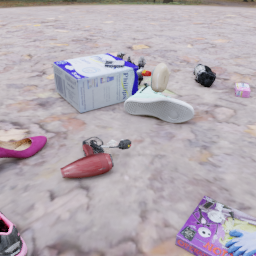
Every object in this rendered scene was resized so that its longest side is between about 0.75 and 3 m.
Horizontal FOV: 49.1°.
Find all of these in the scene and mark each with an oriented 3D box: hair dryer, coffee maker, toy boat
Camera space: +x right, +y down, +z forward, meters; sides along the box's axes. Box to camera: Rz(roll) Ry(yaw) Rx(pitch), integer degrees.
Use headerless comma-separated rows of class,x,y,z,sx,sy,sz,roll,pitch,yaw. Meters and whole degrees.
hair dryer,-1.105,0.934,8.521,1.758,0.627,2.308,1,20,36
coffee maker,4.042,-2.684,14.291,1.230,0.862,1.280,1,31,1
toy boat,0.892,-1.794,9.671,1.240,1.042,0.576,8,8,-43

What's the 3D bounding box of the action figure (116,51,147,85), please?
action figure,0.173,-3.281,14.802,1.631,1.400,2.744,2,32,-8

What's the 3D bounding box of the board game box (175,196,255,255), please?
board game box,2.479,2.472,5.870,2.547,0.411,1.529,20,40,31

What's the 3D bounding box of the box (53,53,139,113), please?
box,-1.459,-2.175,12.693,2.963,1.554,2.725,-18,35,-29

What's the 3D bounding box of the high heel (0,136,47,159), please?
high heel,-3.506,0.459,8.605,0.754,1.074,2.235,22,36,33

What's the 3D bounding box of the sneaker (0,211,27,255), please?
sneaker,-2.943,2.026,6.017,2.041,0.974,0.806,20,37,33

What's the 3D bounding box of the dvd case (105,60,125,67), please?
dvd case,-0.570,-2.783,12.097,0.828,0.102,0.623,2,31,1

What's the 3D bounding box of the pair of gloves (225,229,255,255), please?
pair of gloves,2.619,2.446,5.445,1.099,0.156,1.367,-14,33,-23

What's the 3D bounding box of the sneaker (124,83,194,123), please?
sneaker,1.419,-1.122,11.307,2.806,1.032,1.655,11,38,23

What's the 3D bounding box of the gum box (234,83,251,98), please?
gum box,5.409,-1.815,13.286,0.592,0.345,1.043,7,31,12
